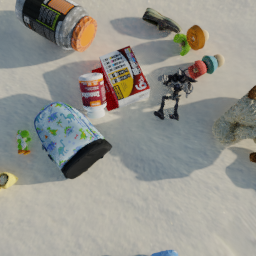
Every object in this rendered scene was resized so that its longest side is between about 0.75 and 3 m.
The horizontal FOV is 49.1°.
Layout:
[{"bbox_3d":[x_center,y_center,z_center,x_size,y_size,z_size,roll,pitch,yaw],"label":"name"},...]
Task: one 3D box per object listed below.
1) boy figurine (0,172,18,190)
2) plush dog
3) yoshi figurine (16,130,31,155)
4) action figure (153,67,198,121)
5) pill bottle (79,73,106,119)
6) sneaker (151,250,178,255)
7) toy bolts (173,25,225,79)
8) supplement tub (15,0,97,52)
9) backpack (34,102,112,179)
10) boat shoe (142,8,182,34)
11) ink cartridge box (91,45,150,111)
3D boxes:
[{"bbox_3d":[-4.905,1.957,9.751,2.025,0.652,1.259,-3,70,1],"label":"boy figurine"},{"bbox_3d":[4.754,-0.133,9.532,2.873,2.305,2.468,-38,77,-12],"label":"plush dog"},{"bbox_3d":[-3.832,0.468,10.304,0.536,0.538,0.957,-9,70,-19],"label":"yoshi figurine"},{"bbox_3d":[1.801,-1.459,10.542,1.385,1.189,2.330,14,75,16],"label":"action figure"},{"bbox_3d":[-1.253,-1.163,10.166,0.866,0.866,1.533,-8,111,-2],"label":"pill bottle"},{"bbox_3d":[0.666,4.924,8.680,1.132,1.570,2.988,44,108,5],"label":"sneaker"},{"bbox_3d":[2.994,-3.083,10.836,1.393,1.918,2.008,-24,92,-14],"label":"toy bolts"},{"bbox_3d":[-2.787,-4.296,11.093,2.898,1.775,1.775,32,75,9],"label":"supplement tub"},{"bbox_3d":[-2.123,0.223,9.808,2.024,1.908,2.481,-37,63,8],"label":"backpack"},{"bbox_3d":[1.406,-4.373,11.767,1.755,0.643,0.569,32,89,10],"label":"boat shoe"},{"bbox_3d":[-0.341,-1.888,10.827,1.755,0.838,1.999,-22,75,-6],"label":"ink cartridge box"}]
